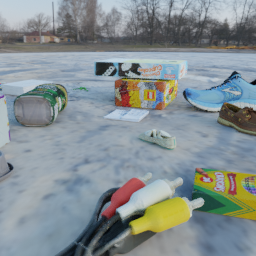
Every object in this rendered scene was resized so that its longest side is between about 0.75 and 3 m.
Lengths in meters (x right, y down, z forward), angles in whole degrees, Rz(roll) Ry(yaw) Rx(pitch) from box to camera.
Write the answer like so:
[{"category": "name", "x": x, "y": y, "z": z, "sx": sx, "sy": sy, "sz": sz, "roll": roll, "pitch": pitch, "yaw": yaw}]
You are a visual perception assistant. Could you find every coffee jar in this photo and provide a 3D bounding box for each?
[{"category": "coffee jar", "x": -2.347, "y": -0.718, "z": 7.877, "sx": 1.050, "sy": 0.859, "sz": 2.014, "roll": 0, "pitch": 18, "yaw": -1}]

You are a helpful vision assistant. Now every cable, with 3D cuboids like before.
[{"category": "cable", "x": -0.329, "y": 1.042, "z": 2.851, "sx": 2.383, "sy": 0.600, "sz": 1.157, "roll": -16, "pitch": 24, "yaw": -42}]

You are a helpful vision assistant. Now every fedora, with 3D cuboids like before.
[{"category": "fedora", "x": -2.378, "y": 0.591, "z": 4.527, "sx": 0.964, "sy": 0.435, "sz": 0.852, "roll": -1, "pitch": 18, "yaw": -3}]

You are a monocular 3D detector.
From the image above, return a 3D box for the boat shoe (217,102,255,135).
[{"category": "boat shoe", "x": 2.884, "y": -0.240, "z": 6.878, "sx": 0.601, "sy": 0.564, "sz": 1.670, "roll": -9, "pitch": 20, "yaw": -26}]

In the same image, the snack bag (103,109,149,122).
[{"category": "snack bag", "x": -0.036, "y": -0.391, "z": 8.085, "sx": 1.083, "sy": 0.116, "sz": 1.022, "roll": 6, "pitch": 19, "yaw": 20}]

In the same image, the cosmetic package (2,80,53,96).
[{"category": "cosmetic package", "x": -4.092, "y": -1.669, "z": 11.534, "sx": 1.229, "sy": 0.421, "sz": 1.630, "roll": 8, "pitch": 19, "yaw": 28}]

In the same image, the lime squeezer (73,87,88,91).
[{"category": "lime squeezer", "x": -1.986, "y": -1.664, "z": 12.074, "sx": 0.778, "sy": 0.147, "sz": 0.275, "roll": 9, "pitch": 51, "yaw": 23}]

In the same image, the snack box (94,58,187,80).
[{"category": "snack box", "x": 0.482, "y": -2.078, "z": 9.722, "sx": 2.904, "sy": 0.539, "sz": 1.687, "roll": 6, "pitch": 19, "yaw": 19}]

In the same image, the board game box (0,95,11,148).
[{"category": "board game box", "x": -3.644, "y": -0.115, "z": 5.645, "sx": 2.058, "sy": 1.079, "sz": 1.060, "roll": 4, "pitch": 18, "yaw": 9}]

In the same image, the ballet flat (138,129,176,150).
[{"category": "ballet flat", "x": 0.632, "y": 0.177, "z": 5.993, "sx": 0.346, "sy": 0.320, "sz": 1.026, "roll": -17, "pitch": 24, "yaw": -40}]

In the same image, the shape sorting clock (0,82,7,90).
[{"category": "shape sorting clock", "x": -5.738, "y": -1.910, "z": 12.510, "sx": 1.442, "sy": 0.283, "sz": 1.442, "roll": 0, "pitch": 18, "yaw": 0}]

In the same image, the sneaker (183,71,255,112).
[{"category": "sneaker", "x": 3.041, "y": -1.191, "z": 8.765, "sx": 2.690, "sy": 1.210, "sz": 1.054, "roll": -1, "pitch": 18, "yaw": -3}]

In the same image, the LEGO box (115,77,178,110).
[{"category": "LEGO box", "x": 0.721, "y": -1.372, "z": 9.873, "sx": 1.675, "sy": 0.868, "sz": 2.249, "roll": 7, "pitch": 19, "yaw": 20}]

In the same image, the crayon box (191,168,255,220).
[{"category": "crayon box", "x": 1.492, "y": 0.889, "z": 3.831, "sx": 1.183, "sy": 0.301, "sz": 0.751, "roll": 5, "pitch": 19, "yaw": 15}]
